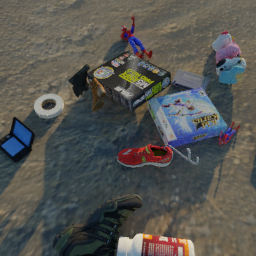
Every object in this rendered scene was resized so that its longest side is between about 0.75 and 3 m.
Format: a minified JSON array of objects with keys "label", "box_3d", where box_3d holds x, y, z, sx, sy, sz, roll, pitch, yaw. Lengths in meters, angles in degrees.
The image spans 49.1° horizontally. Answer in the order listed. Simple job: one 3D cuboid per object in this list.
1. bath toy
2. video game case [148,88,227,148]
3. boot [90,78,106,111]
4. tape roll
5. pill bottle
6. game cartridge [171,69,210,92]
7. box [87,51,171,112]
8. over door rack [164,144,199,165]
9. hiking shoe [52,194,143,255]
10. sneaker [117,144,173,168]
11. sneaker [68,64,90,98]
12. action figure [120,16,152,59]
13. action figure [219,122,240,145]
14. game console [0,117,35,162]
[{"label":"bath toy","box_3d":[4.672,-3.383,12.949,1.274,1.083,2.930,2,53,1]},{"label":"video game case","box_3d":[2.285,-0.472,11.108,2.436,0.554,2.208,-14,55,-10]},{"label":"boot","box_3d":[-1.278,-1.277,10.830,0.434,1.130,0.878,-15,56,-32]},{"label":"tape roll","box_3d":[-3.286,-0.913,11.647,1.210,0.221,1.210,0,54,0]},{"label":"pill bottle","box_3d":[0.727,3.588,7.746,2.045,1.155,1.155,6,54,3]},{"label":"game cartridge","box_3d":[2.788,-2.074,12.495,1.508,0.290,0.978,21,52,15]},{"label":"box","box_3d":[0.016,-2.093,11.927,2.315,0.640,2.890,-35,50,-24]},{"label":"over door rack","box_3d":[1.916,0.872,9.818,1.215,0.898,0.405,25,85,20]},{"label":"hiking shoe","box_3d":[-0.647,3.142,8.267,2.913,1.103,1.467,-31,67,-10]},{"label":"sneaker","box_3d":[0.599,0.880,9.931,1.992,0.846,0.767,-2,53,-2]},{"label":"sneaker","box_3d":[-1.666,-1.718,10.369,0.785,1.506,0.452,48,46,-15]},{"label":"action figure","box_3d":[0.278,-4.554,13.755,0.837,1.270,2.566,-22,54,-16]},{"label":"action figure","box_3d":[3.850,0.147,10.657,0.402,0.610,1.232,36,64,24]},{"label":"game console","box_3d":[-4.171,0.418,10.339,1.286,0.748,1.131,35,61,23]}]
